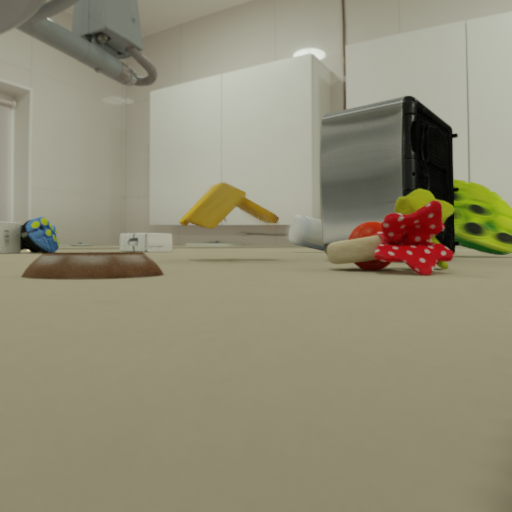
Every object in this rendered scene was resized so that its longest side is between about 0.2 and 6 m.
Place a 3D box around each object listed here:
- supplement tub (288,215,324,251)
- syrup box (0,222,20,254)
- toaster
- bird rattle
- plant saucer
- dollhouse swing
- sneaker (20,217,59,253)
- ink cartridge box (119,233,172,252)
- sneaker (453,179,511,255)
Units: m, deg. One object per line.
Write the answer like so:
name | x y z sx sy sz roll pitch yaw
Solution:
supplement tub | 1.389 -0.524 13.332 1.098 0.724 0.724 13 -2 -13
syrup box | -5.920 -0.379 11.881 1.704 0.671 0.694 0 1 15
toaster | 1.678 -0.829 6.897 1.218 1.857 2.053 -2 -1 33
bird rattle | 1.030 -0.054 4.275 1.004 0.694 1.231 -12 8 30
plant saucer | -1.059 0.059 3.680 0.900 0.165 0.900 0 2 0
dollhouse swing | -0.342 -0.435 6.840 0.819 0.847 0.932 45 -6 -12
sneaker | -4.968 -0.366 12.546 0.930 0.796 2.245 -13 3 -15
ink cartridge box | -2.796 -0.333 14.211 1.162 0.493 0.846 4 3 43
sneaker | 2.912 -0.608 9.360 2.924 1.083 1.222 19 -27 33
